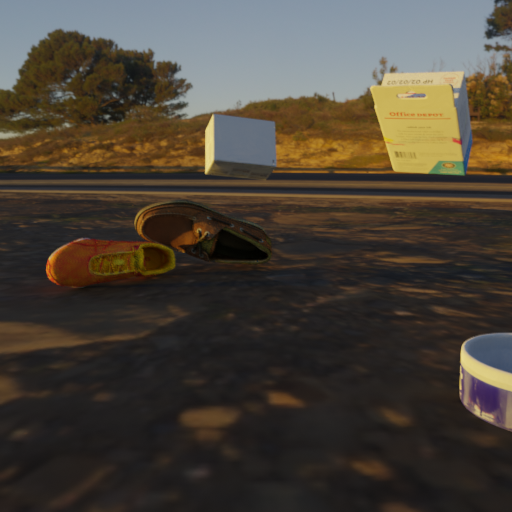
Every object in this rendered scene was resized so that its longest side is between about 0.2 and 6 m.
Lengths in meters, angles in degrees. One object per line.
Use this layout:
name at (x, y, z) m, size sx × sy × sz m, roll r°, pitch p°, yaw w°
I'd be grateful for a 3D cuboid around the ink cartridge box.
ink cartridge box at (2.137, -1.764, 7.105) m, size 0.991 × 0.584 × 1.721 m, roll 8°, pitch -24°, yaw 28°

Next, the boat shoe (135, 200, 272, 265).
boat shoe at (-0.789, -0.337, 8.920) m, size 2.231 × 0.803 × 0.758 m, roll 6°, pitch 26°, yaw -17°

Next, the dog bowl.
dog bowl at (2.075, 0.932, 4.169) m, size 1.053 × 0.415 × 1.053 m, roll 0°, pitch 10°, yaw 0°

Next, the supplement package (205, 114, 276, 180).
supplement package at (-0.373, -2.544, 13.192) m, size 1.517 × 1.182 × 0.841 m, roll 3°, pitch -16°, yaw -17°

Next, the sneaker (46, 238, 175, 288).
sneaker at (-2.023, 0.041, 7.996) m, size 1.915 × 0.699 × 0.739 m, roll -11°, pitch 5°, yaw -43°
